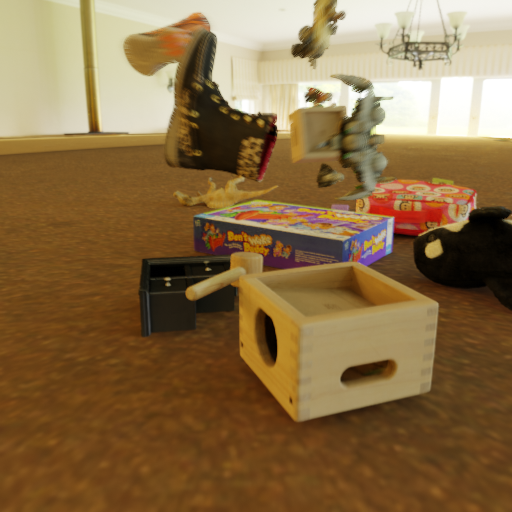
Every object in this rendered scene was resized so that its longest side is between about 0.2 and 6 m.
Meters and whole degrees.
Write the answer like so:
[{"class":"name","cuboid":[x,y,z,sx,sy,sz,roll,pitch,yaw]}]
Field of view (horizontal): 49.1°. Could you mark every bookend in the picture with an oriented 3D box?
[{"class":"bookend","cuboid":[-0.930,0.534,8.195,1.498,0.694,1.507,-2,17,-8]}]

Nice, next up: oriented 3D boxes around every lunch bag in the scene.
[{"class":"lunch bag","cuboid":[3.700,-1.083,13.090,2.660,1.090,2.343,8,18,25]}]

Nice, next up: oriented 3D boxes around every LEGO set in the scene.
[{"class":"LEGO set","cuboid":[1.364,-1.843,7.496,0.880,2.017,3.106,4,-17,25]}]

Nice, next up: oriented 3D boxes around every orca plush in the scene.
[{"class":"orca plush","cuboid":[4.276,0.403,8.589,3.903,1.387,2.053,11,-26,21]}]

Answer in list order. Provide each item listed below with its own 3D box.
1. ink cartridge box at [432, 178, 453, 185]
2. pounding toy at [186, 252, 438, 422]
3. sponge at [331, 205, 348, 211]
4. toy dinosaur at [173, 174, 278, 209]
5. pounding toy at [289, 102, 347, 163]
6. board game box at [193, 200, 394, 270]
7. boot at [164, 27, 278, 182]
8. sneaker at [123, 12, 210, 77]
[{"class":"ink cartridge box","cuboid":[4.814,-1.528,14.846,0.238,0.992,0.722,-6,17,-31]},{"class":"pounding toy","cuboid":[0.317,0.791,6.427,2.232,1.162,2.541,-6,17,-21]},{"class":"sponge","cuboid":[2.328,-1.292,15.607,0.471,0.126,0.843,3,17,10]},{"class":"toy dinosaur","cuboid":[-0.769,-1.785,16.540,3.139,0.914,1.587,-4,30,12]},{"class":"pounding toy","cuboid":[1.369,-2.710,11.992,1.238,1.345,0.956,-6,2,-15]},{"class":"board game box","cuboid":[0.747,-0.436,11.441,3.412,0.764,2.294,11,19,33]},{"class":"boot","cuboid":[-0.453,-2.234,8.539,1.618,2.150,0.787,17,11,15]},{"class":"sneaker","cuboid":[-1.560,-3.940,10.432,2.020,0.784,1.132,12,41,44]}]
